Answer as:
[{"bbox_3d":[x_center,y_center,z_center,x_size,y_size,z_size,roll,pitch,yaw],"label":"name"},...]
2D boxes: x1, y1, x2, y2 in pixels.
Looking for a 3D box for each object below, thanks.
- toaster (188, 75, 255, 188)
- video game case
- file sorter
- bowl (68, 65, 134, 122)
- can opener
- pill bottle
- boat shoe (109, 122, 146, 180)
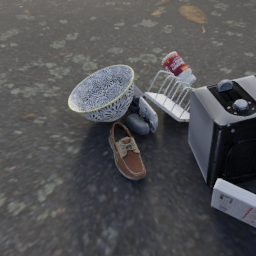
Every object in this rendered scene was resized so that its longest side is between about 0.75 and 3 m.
[{"bbox_3d":[3.003,0.088,6.911,2.608,2.884,1.711,-13,45,-2],"label":"toaster"},{"bbox_3d":[3.008,1.901,5.440,2.773,1.986,0.250,23,73,23],"label":"video game case"},{"bbox_3d":[1.536,-1.021,8.847,1.552,0.966,1.077,42,25,31],"label":"file sorter"},{"bbox_3d":[-0.649,-0.904,8.852,2.250,1.056,2.250,-18,39,15],"label":"bowl"},{"bbox_3d":[0.084,-0.825,9.214,0.934,0.745,2.794,-17,45,-20],"label":"can opener"},{"bbox_3d":[1.840,-2.066,10.098,0.692,0.692,1.262,-30,77,-28],"label":"pill bottle"},{"bbox_3d":[-0.080,0.585,7.731,0.734,0.696,1.939,-17,46,-18],"label":"boat shoe"}]
